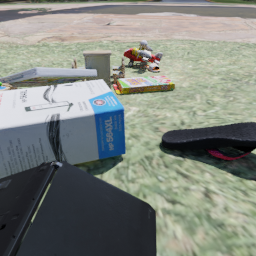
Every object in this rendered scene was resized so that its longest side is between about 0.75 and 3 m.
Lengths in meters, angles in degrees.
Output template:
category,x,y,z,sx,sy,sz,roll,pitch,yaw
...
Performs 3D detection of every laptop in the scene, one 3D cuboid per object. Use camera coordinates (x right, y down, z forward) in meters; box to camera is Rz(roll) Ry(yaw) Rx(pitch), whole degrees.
category,x,y,z,sx,sy,sz,roll,pitch,yaw
laptop,-1.269,1.799,3.614,2.961,1.529,2.624,-19,25,14

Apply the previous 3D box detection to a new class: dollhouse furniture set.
category,x,y,z,sx,sy,sz,roll,pitch,yaw
dollhouse furniture set,-1.044,-2.233,9.918,1.902,1.347,2.070,-2,29,-4

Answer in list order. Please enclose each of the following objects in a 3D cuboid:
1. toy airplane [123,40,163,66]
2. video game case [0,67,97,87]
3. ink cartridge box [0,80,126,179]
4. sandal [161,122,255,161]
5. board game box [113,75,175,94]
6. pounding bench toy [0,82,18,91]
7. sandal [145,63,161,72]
category,x,y,z,sx,sy,sz,roll,pitch,yaw
toy airplane,0.751,-3.209,12.008,1.514,1.073,1.521,-19,33,-33
video game case,-2.437,-1.483,8.349,2.084,0.253,2.290,-4,6,35
ink cartridge box,-1.641,-0.116,6.189,2.753,1.161,2.010,-10,30,-16
sandal,2.076,0.335,6.156,2.669,0.602,1.002,-4,20,24
board game box,0.522,-1.521,9.769,2.017,0.302,0.964,-8,29,-10
pounding bench toy,-3.490,-0.844,7.255,0.900,1.448,1.130,12,31,21
sandal,0.999,-2.566,11.648,0.375,0.280,0.978,-14,32,-25
